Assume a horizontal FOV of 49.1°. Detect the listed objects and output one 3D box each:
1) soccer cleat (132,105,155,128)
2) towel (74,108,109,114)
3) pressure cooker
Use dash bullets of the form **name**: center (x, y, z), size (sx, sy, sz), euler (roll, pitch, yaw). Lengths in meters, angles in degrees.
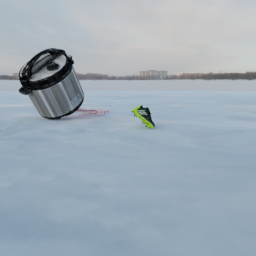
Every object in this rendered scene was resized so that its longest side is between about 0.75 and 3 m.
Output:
- **soccer cleat**: center (0.493, -0.347, 7.750), size (0.424, 0.353, 1.046), euler (-35, 41, -8)
- **towel**: center (-1.466, -0.678, 10.703), size (1.151, 0.235, 1.573), euler (6, 5, 13)
- **pressure cooker**: center (-2.489, -1.523, 9.126), size (1.804, 2.020, 1.777), euler (-14, 45, 3)
